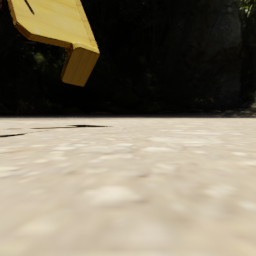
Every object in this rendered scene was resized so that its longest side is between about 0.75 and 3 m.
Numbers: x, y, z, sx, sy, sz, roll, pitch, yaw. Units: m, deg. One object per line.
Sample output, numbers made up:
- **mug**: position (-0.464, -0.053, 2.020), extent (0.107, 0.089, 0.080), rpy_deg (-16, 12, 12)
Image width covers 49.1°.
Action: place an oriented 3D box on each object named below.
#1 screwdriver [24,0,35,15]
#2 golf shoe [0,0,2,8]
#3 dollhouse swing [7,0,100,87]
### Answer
- **screwdriver**: position (-2.661, -3.436, 5.815), extent (0.382, 0.366, 2.625), rpy_deg (2, -29, 11)
- **golf shoe**: position (-3.564, -3.634, 7.259), extent (0.394, 1.020, 0.449), rpy_deg (-9, 5, 10)
- **dollhouse swing**: position (-2.605, -3.025, 8.979), extent (2.463, 2.802, 2.546), rpy_deg (-9, -22, -31)
